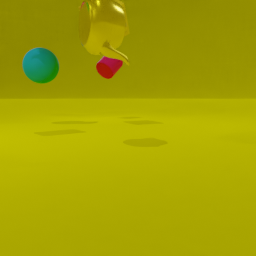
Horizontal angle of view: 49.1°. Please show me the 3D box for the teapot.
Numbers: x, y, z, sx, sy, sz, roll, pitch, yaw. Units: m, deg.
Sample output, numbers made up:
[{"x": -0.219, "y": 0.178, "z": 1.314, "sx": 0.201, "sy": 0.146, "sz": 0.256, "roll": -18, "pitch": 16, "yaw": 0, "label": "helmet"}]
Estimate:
[{"x": -0.400, "y": -1.791, "z": 5.016, "sx": 0.816, "sy": 1.666, "sz": 1.036, "roll": -4, "pitch": -25, "yaw": -25, "label": "teapot"}]

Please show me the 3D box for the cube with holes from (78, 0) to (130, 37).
[{"x": -0.749, "y": -3.452, "z": 9.000, "sx": 1.054, "sy": 1.054, "sz": 1.054, "roll": -35, "pitch": 54, "yaw": -15, "label": "cube with holes"}]

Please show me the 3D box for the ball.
[{"x": -2.962, "y": -2.120, "z": 9.559, "sx": 1.201, "sy": 1.201, "sz": 1.201, "roll": 0, "pitch": 7, "yaw": 0, "label": "ball"}]

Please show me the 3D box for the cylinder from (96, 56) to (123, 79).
[{"x": -0.774, "y": -2.634, "z": 11.725, "sx": 0.842, "sy": 0.842, "sz": 0.842, "roll": 5, "pitch": 48, "yaw": 39, "label": "cylinder"}]
